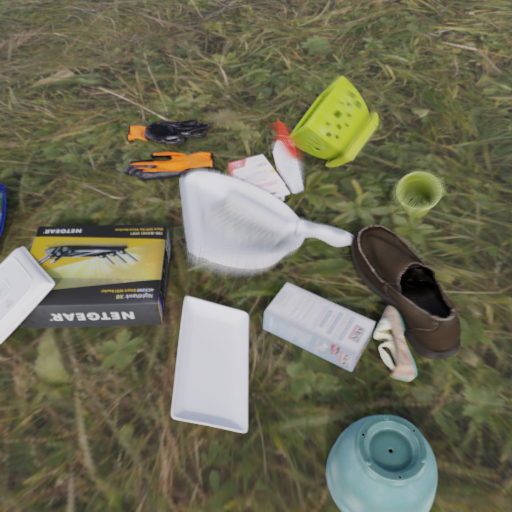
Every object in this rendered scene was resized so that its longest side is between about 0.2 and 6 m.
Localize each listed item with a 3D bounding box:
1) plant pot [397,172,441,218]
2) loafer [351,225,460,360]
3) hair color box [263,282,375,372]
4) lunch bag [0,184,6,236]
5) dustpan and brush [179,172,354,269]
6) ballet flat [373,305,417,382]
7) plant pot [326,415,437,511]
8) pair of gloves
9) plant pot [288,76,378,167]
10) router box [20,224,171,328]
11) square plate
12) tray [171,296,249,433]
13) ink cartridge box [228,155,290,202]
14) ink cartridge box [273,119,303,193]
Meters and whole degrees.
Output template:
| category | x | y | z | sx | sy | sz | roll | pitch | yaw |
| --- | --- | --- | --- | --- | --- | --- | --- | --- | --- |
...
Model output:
| category | x | y | z | sx | sy | sz | roll | pitch | yaw |
| --- | --- | --- | --- | --- | --- | --- | --- | --- | --- |
| plant pot | 3.546 | -1.254 | 12.302 | 0.912 | 0.866 | 0.912 | -4 | 72 | 11 |
| loafer | 2.934 | 0.401 | 10.725 | 1.179 | 1.152 | 3.229 | -18 | 49 | -16 |
| hair color box | 1.136 | 1.275 | 10.281 | 1.825 | 0.553 | 0.903 | 24 | 47 | 20 |
| lunch bag | -6.450 | -0.831 | 11.829 | 1.860 | 1.394 | 2.188 | -7 | 34 | -4 |
| dustpan and brush | 0.421 | -0.588 | 11.417 | 3.771 | 1.079 | 2.632 | 21 | 34 | -28 |
| ballet flat | 2.425 | 1.529 | 10.081 | 0.525 | 0.531 | 1.560 | 1 | 45 | -11 |
| plant pot | 1.923 | 3.054 | 8.284 | 1.666 | 1.116 | 1.666 | 0 | 47 | 0 |
| pair of gloves | -2.222 | -2.724 | 14.249 | 2.209 | 0.307 | 2.479 | -6 | 44 | -4 |
| plant pot | 1.856 | -3.002 | 13.104 | 1.394 | 1.537 | 1.529 | 38 | 82 | -9 |
| router box | -3.125 | 0.353 | 11.066 | 2.700 | 0.705 | 2.123 | -2 | 47 | -2 |
| square plate | -4.702 | 0.731 | 10.444 | 1.681 | 0.239 | 1.665 | -49 | 48 | -8 |
| tray | -0.774 | 1.864 | 9.748 | 1.315 | 0.272 | 2.450 | 17 | 45 | -17 |
| ink cartridge box | 0.064 | -1.633 | 13.054 | 0.922 | 0.534 | 1.583 | -17 | 48 | -16 |
| ink cartridge box | 0.642 | -2.238 | 12.618 | 0.383 | 1.343 | 1.091 | -24 | 44 | -1 |
